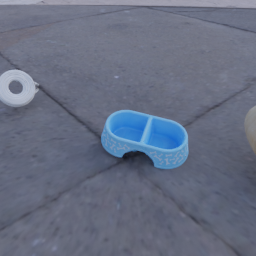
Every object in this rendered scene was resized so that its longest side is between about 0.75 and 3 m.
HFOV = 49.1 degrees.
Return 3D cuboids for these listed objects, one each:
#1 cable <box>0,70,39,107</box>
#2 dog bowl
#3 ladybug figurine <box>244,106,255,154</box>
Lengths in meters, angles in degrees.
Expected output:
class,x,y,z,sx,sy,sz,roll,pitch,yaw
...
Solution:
class,x,y,z,sx,sy,sz,roll,pitch,yaw
cable,-3.376,-1.191,8.457,1.105,1.105,0.383,-59,17,-15
dog bowl,0.423,0.208,6.916,2.240,0.555,1.249,14,48,10
ladybug figurine,3.599,0.374,5.687,2.526,0.909,1.714,42,64,9
